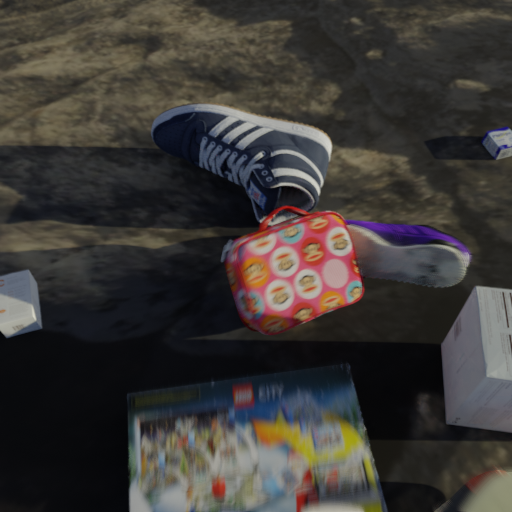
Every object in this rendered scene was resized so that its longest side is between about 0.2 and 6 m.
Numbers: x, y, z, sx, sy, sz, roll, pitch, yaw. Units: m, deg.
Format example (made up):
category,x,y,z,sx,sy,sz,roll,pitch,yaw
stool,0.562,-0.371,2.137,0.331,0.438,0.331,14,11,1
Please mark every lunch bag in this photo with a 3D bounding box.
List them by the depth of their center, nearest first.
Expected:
category,x,y,z,sx,sy,sz,roll,pitch,yaw
lunch bag,0.572,0.133,8.950,2.093,0.857,1.844,-18,93,-19

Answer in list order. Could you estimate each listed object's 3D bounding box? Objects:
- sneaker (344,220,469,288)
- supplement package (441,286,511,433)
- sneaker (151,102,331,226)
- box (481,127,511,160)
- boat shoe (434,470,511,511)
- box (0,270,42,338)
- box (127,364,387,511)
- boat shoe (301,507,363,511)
category,x,y,z,sx,sy,sz,roll,pitch,yaw
sneaker,2.450,-0.159,9.759,2.500,0.869,1.243,16,30,26
supplement package,3.842,1.550,7.902,1.917,1.833,1.410,6,56,4
sneaker,-0.397,-1.710,10.528,3.548,1.243,1.925,9,54,2
box,5.043,-2.318,11.513,0.522,0.298,0.568,-15,56,-11
boat shoe,2.200,3.822,6.851,3.118,0.976,1.110,-38,76,-16
box,-3.949,0.786,9.271,0.586,0.459,0.942,-14,57,-9
box,-0.071,2.834,7.726,3.281,0.618,2.241,-7,54,-5
boat shoe,0.355,3.677,6.320,2.618,0.897,0.942,-10,26,-24
